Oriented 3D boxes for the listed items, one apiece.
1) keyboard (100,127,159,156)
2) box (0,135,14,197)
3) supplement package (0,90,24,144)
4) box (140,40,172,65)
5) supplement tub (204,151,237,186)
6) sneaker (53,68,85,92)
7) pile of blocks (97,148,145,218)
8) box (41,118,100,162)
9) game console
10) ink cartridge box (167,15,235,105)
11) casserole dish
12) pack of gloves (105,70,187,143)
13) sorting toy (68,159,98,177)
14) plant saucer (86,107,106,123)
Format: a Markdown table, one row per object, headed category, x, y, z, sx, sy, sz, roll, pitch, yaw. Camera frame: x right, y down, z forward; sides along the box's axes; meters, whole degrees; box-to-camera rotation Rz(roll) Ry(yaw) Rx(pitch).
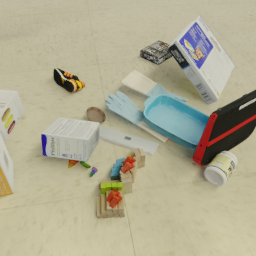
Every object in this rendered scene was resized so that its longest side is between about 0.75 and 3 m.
| category | x | y | z | sx | sy | sz | roll | pitch | yaw |
| --- | --- | --- | --- | --- | --- | --- | --- | --- | --- |
| keyboard | -0.037 | 0.425 | 9.692 | 2.136 | 0.114 | 0.601 | 17 | 41 | 17 |
| box | -4.703 | 1.218 | 7.725 | 2.587 | 1.609 | 1.261 | -13 | 45 | -13 |
| supplement package | -4.581 | -0.416 | 9.886 | 0.980 | 1.018 | 1.789 | 4 | 45 | 6 |
| box | 1.513 | -3.763 | 13.877 | 1.188 | 0.375 | 1.506 | 32 | 52 | 29 |
| supplement tub | 2.807 | 1.200 | 8.416 | 0.692 | 0.692 | 0.955 | 29 | 51 | 27 |
| sneaker | -2.539 | -2.074 | 12.042 | 0.774 | 0.602 | 1.721 | -18 | 44 | -40 |
| pile of blocks | -0.237 | 1.364 | 8.167 | 1.066 | 0.807 | 2.597 | 14 | 45 | 14 |
| box | -1.795 | 0.337 | 9.001 | 1.490 | 0.782 | 1.370 | 8 | 24 | 8 |
| game console | 3.181 | -0.098 | 8.524 | 2.692 | 2.381 | 0.418 | -26 | 51 | -25 |
| ink cartridge box | 3.114 | -2.874 | 11.547 | 2.833 | 0.674 | 2.866 | 50 | 46 | -13 |
| casserole dish | 1.764 | -0.185 | 9.769 | 2.742 | 0.532 | 1.661 | 30 | 49 | 15 |
| pack of gloves | 0.744 | -0.819 | 10.821 | 2.947 | 0.581 | 2.476 | 32 | 52 | 16 |
| sorting toy | -1.463 | 1.231 | 8.723 | 1.108 | 0.384 | 0.382 | 22 | 71 | 24 |
| plant saucer | -1.205 | -0.453 | 10.391 | 0.786 | 0.126 | 0.786 | 18 | 45 | -19 |
